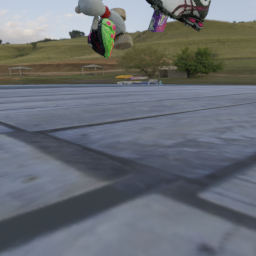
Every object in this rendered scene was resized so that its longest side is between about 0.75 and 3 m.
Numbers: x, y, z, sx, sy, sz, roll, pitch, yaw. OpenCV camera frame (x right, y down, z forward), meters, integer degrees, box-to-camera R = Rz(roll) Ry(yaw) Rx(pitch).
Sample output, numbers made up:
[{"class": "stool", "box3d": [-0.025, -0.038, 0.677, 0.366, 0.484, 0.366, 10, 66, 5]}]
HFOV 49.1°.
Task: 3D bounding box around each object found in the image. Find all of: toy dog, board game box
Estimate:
[{"class": "toy dog", "box3d": [-0.992, -3.607, 9.529, 1.401, 1.918, 2.908, -14, -27, 23]}, {"class": "board game box", "box3d": [1.119, -3.760, 9.268, 0.301, 1.120, 1.867, 27, 24, 6]}]

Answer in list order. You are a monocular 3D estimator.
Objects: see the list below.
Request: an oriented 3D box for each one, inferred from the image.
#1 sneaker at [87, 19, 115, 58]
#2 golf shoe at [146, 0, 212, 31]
[{"class": "sneaker", "box3d": [-0.338, -1.059, 3.377, 0.329, 0.301, 0.784, 17, -9, -4]}, {"class": "golf shoe", "box3d": [1.345, -3.343, 7.406, 2.192, 0.965, 0.846, 0, 38, -42]}]
